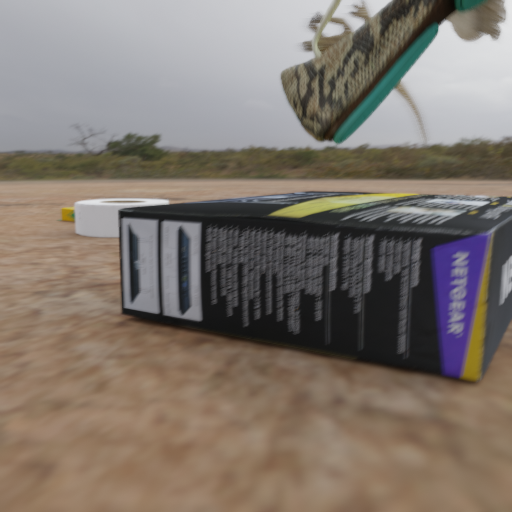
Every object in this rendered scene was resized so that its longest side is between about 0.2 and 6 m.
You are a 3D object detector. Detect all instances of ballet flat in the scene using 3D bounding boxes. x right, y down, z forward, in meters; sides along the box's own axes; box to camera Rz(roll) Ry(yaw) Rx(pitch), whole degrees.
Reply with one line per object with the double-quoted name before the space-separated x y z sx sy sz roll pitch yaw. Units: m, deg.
"ballet flat" 1.144 -1.845 3.841 2.474 0.931 0.839 -38 -4 21

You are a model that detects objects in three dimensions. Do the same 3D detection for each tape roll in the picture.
"tape roll" -2.543 -0.747 10.721 1.747 0.611 1.747 0 10 0

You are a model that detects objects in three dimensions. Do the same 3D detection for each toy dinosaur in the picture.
"toy dinosaur" 1.603 -2.892 8.149 2.809 0.818 1.421 49 11 33

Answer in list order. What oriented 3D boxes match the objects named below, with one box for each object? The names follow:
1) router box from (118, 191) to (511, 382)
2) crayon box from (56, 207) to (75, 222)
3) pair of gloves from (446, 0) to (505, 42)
"router box" 1.005 -0.071 5.466 2.900 0.963 3.689 6 11 30
"crayon box" -3.936 -0.953 12.903 1.187 0.306 0.746 6 11 33
"pair of gloves" 2.426 -3.501 6.553 0.327 1.865 1.586 -15 39 -5
